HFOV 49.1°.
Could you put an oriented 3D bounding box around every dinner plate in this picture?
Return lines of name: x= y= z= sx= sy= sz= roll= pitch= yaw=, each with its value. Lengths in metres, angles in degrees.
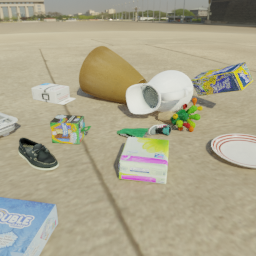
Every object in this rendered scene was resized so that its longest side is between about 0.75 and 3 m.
dinner plate: x=3.781 y=0.741 z=8.852 sx=2.263 sy=0.274 sz=2.263 roll=1 pitch=25 yaw=0

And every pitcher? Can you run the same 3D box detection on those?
pitcher: x=1.769 y=-1.453 z=11.572 sx=2.530 sy=1.788 sz=2.949 roll=3 pitch=17 yaw=42

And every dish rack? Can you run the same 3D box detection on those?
dish rack: x=-5.549 y=0.006 z=10.114 sx=2.648 sy=0.577 sz=2.273 roll=17 pitch=30 yaw=32

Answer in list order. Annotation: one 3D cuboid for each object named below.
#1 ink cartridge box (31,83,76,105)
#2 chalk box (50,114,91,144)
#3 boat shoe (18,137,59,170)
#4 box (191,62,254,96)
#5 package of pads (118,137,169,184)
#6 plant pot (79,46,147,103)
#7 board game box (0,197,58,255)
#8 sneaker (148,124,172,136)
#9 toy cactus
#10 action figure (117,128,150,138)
ink cartridge box: x=-3.653 y=-1.714 z=13.858 sx=1.883 sy=0.628 sz=1.091 roll=11 pitch=27 yaw=23
chalk box: x=-1.940 y=0.048 z=9.762 sx=1.285 sy=0.796 sz=0.802 roll=4 pitch=23 yaw=7
boat shoe: x=-2.760 y=0.719 z=8.492 sx=0.671 sy=0.596 sz=1.797 roll=-22 pitch=32 yaw=-39
box: x=3.860 y=-1.993 z=11.773 sx=0.814 sy=0.887 sz=2.533 roll=-37 pitch=16 yaw=-21
package of pads: x=0.476 y=0.885 z=8.132 sx=1.358 sy=0.600 sz=1.758 roll=5 pitch=24 yaw=8
plant pot: x=-0.535 y=-2.290 z=13.404 sx=2.670 sy=2.488 sz=2.488 roll=29 pitch=35 yaw=24
board game box: x=-3.138 y=2.286 z=4.978 sx=2.831 sy=0.614 sz=2.817 roll=4 pitch=24 yaw=9
sneaker: x=1.233 y=0.102 z=10.167 sx=0.927 sy=0.388 sz=0.560 roll=-16 pitch=19 yaw=-34
toy cactus: x=1.989 y=-0.506 z=11.018 sx=1.663 sy=1.030 sz=2.015 roll=1 pitch=31 yaw=26
action figure: x=0.132 y=0.182 z=10.024 sx=1.204 sy=0.329 sz=0.711 roll=5 pitch=25 yaw=28
